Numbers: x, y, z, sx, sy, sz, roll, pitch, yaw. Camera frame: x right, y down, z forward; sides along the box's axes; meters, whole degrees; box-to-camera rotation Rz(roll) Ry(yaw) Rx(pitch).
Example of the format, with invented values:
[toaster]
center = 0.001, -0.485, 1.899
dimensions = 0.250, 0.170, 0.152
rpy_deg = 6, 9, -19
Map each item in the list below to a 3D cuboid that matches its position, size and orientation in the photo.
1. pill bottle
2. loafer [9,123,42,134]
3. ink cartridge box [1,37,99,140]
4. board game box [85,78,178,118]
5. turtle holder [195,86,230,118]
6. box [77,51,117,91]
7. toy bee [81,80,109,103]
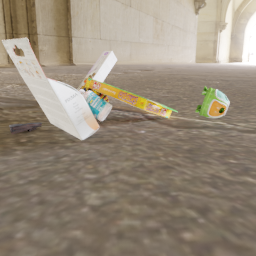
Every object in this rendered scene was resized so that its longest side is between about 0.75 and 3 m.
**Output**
[pill bottle]
center = -1.030, -0.700, 8.174
dimensions = 1.045, 0.579, 0.579
rpy_deg = 33, 20, 2
[loafer]
center = -2.700, 0.006, 7.434
dimensions = 0.834, 0.263, 0.300
rpy_deg = -6, 0, -35
[ink cartridge box]
center = -1.947, -1.083, 6.987
dimensions = 0.654, 2.609, 2.116
rpy_deg = -36, 31, -24
[board game box]
center = 0.065, -0.968, 9.082
dimensions = 2.994, 0.449, 1.430
rpy_deg = 22, 6, 39
[turtle holder]
center = 2.318, -0.645, 7.636
dimensions = 0.756, 0.809, 1.065
rpy_deg = 20, 3, 13
[box]
center = -1.319, -2.117, 11.562
dimensions = 0.513, 0.549, 2.650
rpy_deg = 7, 57, 36
[toy bee]
center = -1.400, -1.297, 10.271
dimensions = 1.552, 0.844, 1.016
rpy_deg = 7, 4, -42
